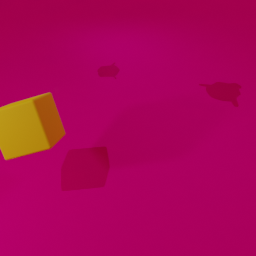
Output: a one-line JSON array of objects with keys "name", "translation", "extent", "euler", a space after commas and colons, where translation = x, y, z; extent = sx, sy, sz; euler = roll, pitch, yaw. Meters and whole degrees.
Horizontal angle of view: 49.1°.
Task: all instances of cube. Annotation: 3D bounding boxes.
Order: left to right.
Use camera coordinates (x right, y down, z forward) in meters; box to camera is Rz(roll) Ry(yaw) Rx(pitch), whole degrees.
[{"name": "cube", "translation": [-1.840, -0.059, 5.223], "extent": [0.904, 0.904, 0.904], "euler": [-15, 14, 8]}]
